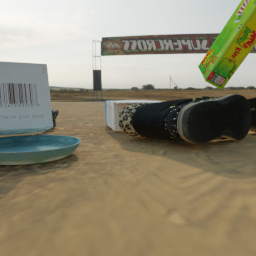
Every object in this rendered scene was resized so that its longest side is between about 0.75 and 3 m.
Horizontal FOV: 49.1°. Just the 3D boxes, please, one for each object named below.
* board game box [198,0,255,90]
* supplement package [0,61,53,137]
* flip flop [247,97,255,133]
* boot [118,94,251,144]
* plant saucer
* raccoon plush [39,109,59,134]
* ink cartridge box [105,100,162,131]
[{"bbox_3d":[2.805,-2.306,7.287,0.566,2.376,1.207,25,29,-10],"label":"board game box"},{"bbox_3d":[-2.503,-0.456,5.806,1.259,1.264,2.154,-5,-3,-31],"label":"supplement package"},{"bbox_3d":[3.474,-0.266,7.644,2.673,1.084,0.770,-1,-10,40],"label":"flip flop"},{"bbox_3d":[1.408,-0.237,6.626,2.875,1.038,2.171,-6,6,-44],"label":"boot"},{"bbox_3d":[-1.744,0.352,4.838,1.840,0.252,1.840,-1,6,0],"label":"plant saucer"},{"bbox_3d":[-2.418,-0.105,8.264,1.107,0.799,1.652,12,26,-40],"label":"raccoon plush"},{"bbox_3d":[0.167,-0.417,8.742,1.506,0.867,2.600,-1,7,-11],"label":"ink cartridge box"}]
